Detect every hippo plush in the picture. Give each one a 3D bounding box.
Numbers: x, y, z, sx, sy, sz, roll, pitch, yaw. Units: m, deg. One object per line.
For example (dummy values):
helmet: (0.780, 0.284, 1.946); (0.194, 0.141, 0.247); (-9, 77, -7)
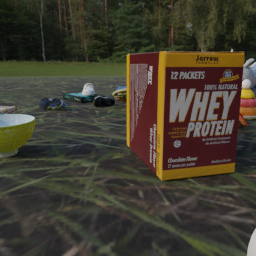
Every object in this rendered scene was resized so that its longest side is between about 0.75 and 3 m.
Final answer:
hippo plush: (5.158, -2.322, 12.343); (2.249, 2.797, 2.228); (-19, 40, -19)

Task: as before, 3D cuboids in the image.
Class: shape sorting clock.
shape sorting clock: (0.587, -1.387, 12.641); (2.580, 0.506, 2.580); (6, -6, 1)

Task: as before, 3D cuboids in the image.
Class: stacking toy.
stacking toy: (4.344, -1.061, 10.271); (1.038, 1.421, 1.038); (1, 13, 0)

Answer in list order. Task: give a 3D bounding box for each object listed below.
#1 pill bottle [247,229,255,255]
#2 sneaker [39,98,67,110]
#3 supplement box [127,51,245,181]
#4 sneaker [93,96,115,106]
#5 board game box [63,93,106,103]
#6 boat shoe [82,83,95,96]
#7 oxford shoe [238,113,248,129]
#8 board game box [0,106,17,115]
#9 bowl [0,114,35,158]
pill bottle: (1.617, 1.180, 2.033); (0.739, 0.739, 1.307); (-7, 15, -29)
sneaker: (-3.344, -1.012, 12.371); (1.450, 0.549, 0.558); (7, -10, 34)
supplement box: (0.965, -0.418, 5.722); (1.469, 2.182, 2.212); (-4, 13, -15)
sneaker: (-1.106, -1.259, 13.340); (0.550, 0.476, 1.257); (15, 19, 32)
board game box: (-2.465, -1.716, 15.596); (1.519, 0.316, 2.245); (-10, 17, -37)
boat shoe: (-2.194, -2.140, 15.339); (0.687, 0.623, 1.867); (-2, 13, -12)
oxford shoe: (2.525, -0.730, 8.837); (2.630, 0.954, 0.936); (41, 18, 15)
board game box: (-4.977, -0.482, 10.032); (1.276, 0.390, 1.685); (1, 13, 6)
bowl: (-2.782, 0.199, 6.194); (1.455, 0.783, 1.455); (-1, 14, 0)
